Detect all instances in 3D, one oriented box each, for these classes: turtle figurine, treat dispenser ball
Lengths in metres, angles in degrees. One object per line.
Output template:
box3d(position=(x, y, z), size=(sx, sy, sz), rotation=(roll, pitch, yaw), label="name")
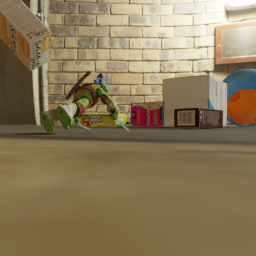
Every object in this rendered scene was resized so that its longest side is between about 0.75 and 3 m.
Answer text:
box3d(position=(-0.554, -0.137, 3.853), size=(0.808, 1.123, 1.089), rotation=(25, 34, 26), label="turtle figurine")
box3d(position=(5.759, -1.456, 13.653), size=(2.812, 2.812, 2.812), rotation=(0, 1, 0), label="treat dispenser ball")

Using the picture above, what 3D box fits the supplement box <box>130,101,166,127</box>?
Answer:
box3d(position=(1.401, -0.706, 14.361), size=(1.294, 1.267, 2.503), rotation=(-1, 1, -44), label="supplement box")

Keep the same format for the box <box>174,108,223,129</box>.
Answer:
box3d(position=(1.874, -0.239, 7.344), size=(0.723, 0.541, 1.444), rotation=(1, 2, 41), label="box")

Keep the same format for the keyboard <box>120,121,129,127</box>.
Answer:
box3d(position=(-0.495, -0.124, 13.666), size=(1.324, 0.262, 0.689), rotation=(-2, -21, -43), label="keyboard")

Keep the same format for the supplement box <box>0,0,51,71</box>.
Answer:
box3d(position=(-2.548, -2.300, 6.488), size=(0.611, 1.663, 1.048), rotation=(-39, -10, -29), label="supplement box")

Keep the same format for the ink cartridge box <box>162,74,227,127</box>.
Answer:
box3d(position=(2.598, -0.912, 10.632), size=(1.758, 1.766, 2.407), rotation=(0, 0, 33), label="ink cartridge box")

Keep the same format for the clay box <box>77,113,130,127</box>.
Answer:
box3d(position=(-1.121, -0.340, 12.080), size=(2.458, 0.585, 1.412), rotation=(-1, 1, 17), label="clay box")
